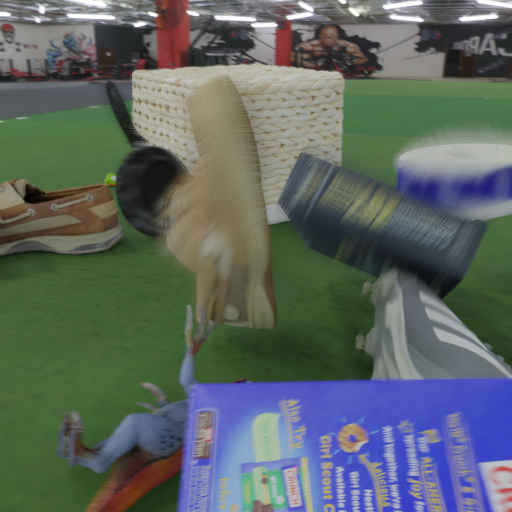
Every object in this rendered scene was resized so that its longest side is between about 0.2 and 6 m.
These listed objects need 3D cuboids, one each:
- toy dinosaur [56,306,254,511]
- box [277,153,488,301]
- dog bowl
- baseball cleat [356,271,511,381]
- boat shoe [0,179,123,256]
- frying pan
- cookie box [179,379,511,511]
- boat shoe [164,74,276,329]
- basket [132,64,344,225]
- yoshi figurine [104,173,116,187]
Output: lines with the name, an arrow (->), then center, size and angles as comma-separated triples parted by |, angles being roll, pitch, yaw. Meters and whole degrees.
toy dinosaur -> -0.637, 1.416, 4.405 | 1.696, 0.982, 1.869 | 6, 58, -25
box -> 1.354, -0.198, 6.189 | 1.863, 0.603, 2.363 | 25, -5, 15
dog bowl -> 2.542, -0.955, 6.926 | 1.546, 0.609, 1.546 | -5, 20, 2
baseball cleat -> 1.750, 1.074, 4.635 | 1.547, 1.014, 2.907 | 7, 28, -1
boat shoe -> -3.671, -0.664, 8.674 | 3.113, 1.117, 1.179 | -3, 22, -8
frying pan -> -1.881, -1.376, 8.909 | 2.420, 1.464, 0.394 | 50, 27, 5
cookie box -> 0.525, 1.453, 2.831 | 1.764, 0.663, 1.509 | -2, 54, 6
boat shoe -> -0.361, -0.209, 5.002 | 0.929, 2.879, 1.026 | -7, 47, 0
basket -> -0.452, -2.171, 10.617 | 3.210, 2.582, 3.181 | -15, 27, -30
yoshi figurine -> -3.047, -1.748, 12.548 | 0.724, 0.407, 0.405 | -11, 8, -19
